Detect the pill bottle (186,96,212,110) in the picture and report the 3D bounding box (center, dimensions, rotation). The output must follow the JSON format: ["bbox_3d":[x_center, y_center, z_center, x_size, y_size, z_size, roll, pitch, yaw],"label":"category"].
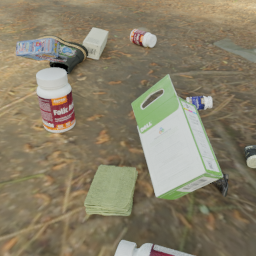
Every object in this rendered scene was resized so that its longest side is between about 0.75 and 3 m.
[{"bbox_3d":[2.340,-0.816,9.241,0.799,0.462,0.462,-5,36,5],"label":"pill bottle"}]

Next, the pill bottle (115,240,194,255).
[{"bbox_3d":[0.622,2.654,5.024,1.748,0.958,0.958,10,37,14],"label":"pill bottle"}]

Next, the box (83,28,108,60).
[{"bbox_3d":[-1.729,-4.536,14.917,0.969,0.806,2.358,15,36,-2],"label":"box"}]

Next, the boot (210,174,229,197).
[{"bbox_3d":[2.234,1.434,7.331,0.734,0.292,0.843,6,32,17],"label":"boot"}]

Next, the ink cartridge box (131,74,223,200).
[{"bbox_3d":[1.066,0.202,6.756,0.787,1.377,2.653,16,48,-41],"label":"ink cartridge box"}]

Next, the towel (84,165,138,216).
[{"bbox_3d":[-0.395,1.550,7.114,1.170,0.288,1.577,4,37,7],"label":"towel"}]

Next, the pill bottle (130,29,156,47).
[{"bbox_3d":[0.854,-5.016,15.717,1.384,0.790,0.790,29,45,34],"label":"pill bottle"}]

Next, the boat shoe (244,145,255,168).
[{"bbox_3d":[4.222,0.738,7.918,1.788,0.642,0.604,-1,40,3],"label":"boat shoe"}]

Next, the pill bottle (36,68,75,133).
[{"bbox_3d":[-2.334,-0.896,9.089,1.088,1.905,1.088,0,36,0],"label":"pill bottle"}]

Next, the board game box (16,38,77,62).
[{"bbox_3d":[-2.324,-2.265,8.311,1.423,0.439,1.423,7,2,44],"label":"board game box"}]

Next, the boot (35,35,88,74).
[{"bbox_3d":[-3.663,-3.494,13.454,2.925,1.133,2.023,9,42,14],"label":"boot"}]
